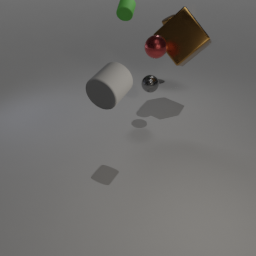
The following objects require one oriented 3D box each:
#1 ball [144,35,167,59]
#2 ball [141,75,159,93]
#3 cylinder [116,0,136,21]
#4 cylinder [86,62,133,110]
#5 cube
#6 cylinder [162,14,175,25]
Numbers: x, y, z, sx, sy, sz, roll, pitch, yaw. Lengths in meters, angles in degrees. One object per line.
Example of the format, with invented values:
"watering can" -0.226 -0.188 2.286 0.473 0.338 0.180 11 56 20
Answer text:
"ball" 0.857 -2.494 8.612 0.700 0.700 0.700 0 30 0
"ball" 0.887 -1.774 11.234 0.700 0.700 0.700 0 30 0
"cylinder" -0.080 -4.959 11.653 0.700 0.700 0.700 7 62 11
"cylinder" -0.362 -0.838 5.547 0.700 0.700 0.700 15 46 25
"cube" 1.996 -3.215 10.080 1.400 1.400 1.400 53 22 2
"cylinder" 2.064 -4.939 13.399 0.700 0.700 0.700 -25 25 12
